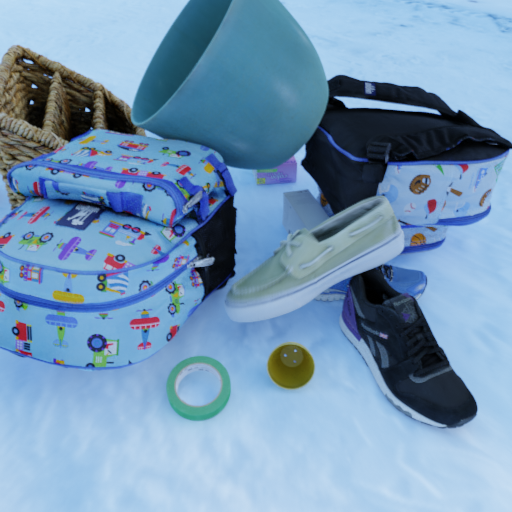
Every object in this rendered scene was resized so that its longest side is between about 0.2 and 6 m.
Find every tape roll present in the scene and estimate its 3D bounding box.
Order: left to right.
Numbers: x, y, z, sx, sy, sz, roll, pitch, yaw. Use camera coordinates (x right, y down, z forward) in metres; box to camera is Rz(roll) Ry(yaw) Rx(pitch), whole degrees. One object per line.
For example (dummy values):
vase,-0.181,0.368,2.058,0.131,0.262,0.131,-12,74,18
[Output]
tape roll,-0.830,1.909,8.114,0.929,0.223,0.929,1,52,-1

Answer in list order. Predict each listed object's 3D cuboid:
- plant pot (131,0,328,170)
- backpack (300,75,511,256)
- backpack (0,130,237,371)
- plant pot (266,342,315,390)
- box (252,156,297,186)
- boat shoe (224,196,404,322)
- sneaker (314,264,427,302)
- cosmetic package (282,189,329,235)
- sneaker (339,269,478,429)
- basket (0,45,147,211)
plant pot,-0.294,-3.108,10.276,2.632,3.280,3.280,30,26,-30
backpack,2.828,-1.624,10.757,3.477,2.812,3.651,-8,38,-10
backpack,-2.366,-0.138,8.670,3.503,2.581,3.837,13,31,16
plant pot,0.531,1.590,8.452,0.716,0.716,0.508,4,9,5
box,0.400,-2.218,13.431,0.969,0.532,1.101,-5,38,-6
boat shoe,0.835,0.012,8.914,3.114,0.966,1.121,-26,23,-6
sneaker,1.886,0.321,9.769,2.194,0.978,0.862,4,38,4
cosmetic package,1.016,-0.614,11.129,0.589,0.819,1.452,-10,36,-12
sneaker,2.163,1.264,8.331,1.054,1.219,2.783,-18,41,-22
basket,-3.764,-2.612,11.971,2.830,2.954,3.965,-7,37,-9
